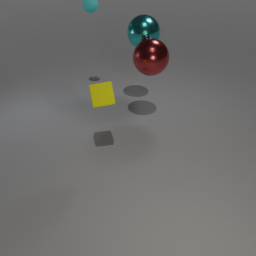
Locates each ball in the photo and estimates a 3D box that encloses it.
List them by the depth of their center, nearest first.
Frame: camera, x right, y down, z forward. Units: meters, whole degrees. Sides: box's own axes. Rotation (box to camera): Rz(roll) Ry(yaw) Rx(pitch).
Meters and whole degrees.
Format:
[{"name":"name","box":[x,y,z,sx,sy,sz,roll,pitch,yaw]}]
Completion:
[{"name":"ball","box":[0.882,-2.710,10.738,1.400,1.400,1.400,0,31,0]},{"name":"ball","box":[0.665,-4.061,11.884,1.400,1.400,1.400,0,31,0]},{"name":"ball","box":[-1.676,-5.505,12.503,0.700,0.700,0.700,0,31,0]}]

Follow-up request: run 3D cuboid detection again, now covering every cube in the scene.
[{"name":"cube","box":[-0.808,-1.041,8.861,0.700,0.700,0.700,-11,3,-3]}]
